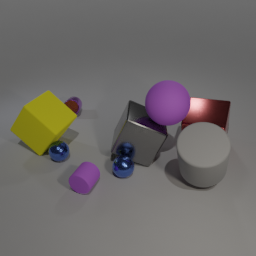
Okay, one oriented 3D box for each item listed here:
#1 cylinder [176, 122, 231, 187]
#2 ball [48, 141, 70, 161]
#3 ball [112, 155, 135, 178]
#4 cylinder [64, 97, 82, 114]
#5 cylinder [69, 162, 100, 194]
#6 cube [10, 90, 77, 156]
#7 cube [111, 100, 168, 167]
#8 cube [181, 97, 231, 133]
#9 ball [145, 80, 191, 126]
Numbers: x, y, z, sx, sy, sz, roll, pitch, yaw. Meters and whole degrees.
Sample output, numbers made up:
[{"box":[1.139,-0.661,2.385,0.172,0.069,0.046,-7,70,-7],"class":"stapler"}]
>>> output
[{"box":[2.113,0.778,7.928,1.400,1.400,1.400,-7,55,10],"class":"cylinder"},{"box":[-2.336,0.775,9.485,0.700,0.700,0.700,0,31,0],"class":"ball"},{"box":[-0.145,1.205,8.790,0.700,0.700,0.700,0,31,0],"class":"ball"},{"box":[-2.410,-0.967,12.246,0.700,0.700,0.700,1,18,1],"class":"cylinder"},{"box":[-1.284,1.473,8.308,0.700,0.700,0.700,11,33,18],"class":"cylinder"},{"box":[-2.949,-0.186,9.875,1.400,1.400,1.400,42,36,-5],"class":"cube"},{"box":[0.369,0.170,9.397,1.400,1.400,1.400,22,30,-9],"class":"cube"},{"box":[2.722,-0.053,9.774,1.400,1.400,1.400,8,48,22],"class":"cube"},{"box":[1.229,-0.773,8.690,1.400,1.400,1.400,0,31,0],"class":"ball"}]
